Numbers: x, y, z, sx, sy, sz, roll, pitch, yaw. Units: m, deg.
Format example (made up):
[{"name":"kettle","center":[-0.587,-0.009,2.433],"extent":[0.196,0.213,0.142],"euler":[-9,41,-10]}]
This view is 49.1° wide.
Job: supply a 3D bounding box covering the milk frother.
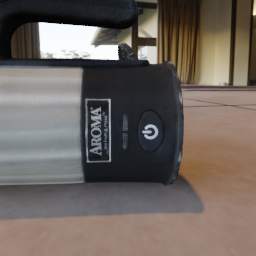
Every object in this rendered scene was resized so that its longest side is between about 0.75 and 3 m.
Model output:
[{"name":"milk frother","center":[-0.764,-0.352,3.998],"extent":[2.471,2.371,2.627],"euler":[0,-10,-5]}]
